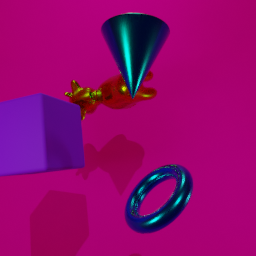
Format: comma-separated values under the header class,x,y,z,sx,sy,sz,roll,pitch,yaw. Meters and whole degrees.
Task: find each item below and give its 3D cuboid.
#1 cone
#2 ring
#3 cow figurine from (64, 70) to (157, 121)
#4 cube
class,x,y,z,sx,sy,sz,roll,pitch,yaw
cone,0.111,-1.152,5.099,1.279,1.279,1.284,2,81,1
ring,0.409,0.953,3.901,1.134,1.134,0.227,-45,108,-11
cow figurine,-0.417,-0.739,6.043,1.626,1.652,0.907,-12,90,-36
cube,-1.549,0.176,4.762,1.158,1.158,1.158,-9,81,20
